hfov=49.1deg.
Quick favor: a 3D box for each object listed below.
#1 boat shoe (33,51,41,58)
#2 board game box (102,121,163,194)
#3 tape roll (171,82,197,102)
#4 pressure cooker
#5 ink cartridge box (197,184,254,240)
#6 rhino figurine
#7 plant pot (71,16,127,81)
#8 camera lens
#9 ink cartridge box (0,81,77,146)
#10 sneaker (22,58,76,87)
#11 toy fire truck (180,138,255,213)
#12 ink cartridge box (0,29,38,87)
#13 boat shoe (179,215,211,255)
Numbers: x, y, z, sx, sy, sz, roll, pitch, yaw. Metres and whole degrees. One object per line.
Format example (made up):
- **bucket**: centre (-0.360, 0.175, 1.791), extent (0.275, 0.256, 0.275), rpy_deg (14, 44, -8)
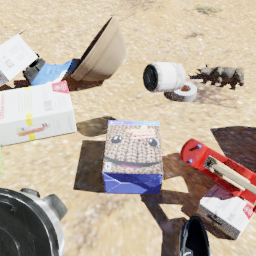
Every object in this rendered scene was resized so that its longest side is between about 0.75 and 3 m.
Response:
- **boat shoe**: centre (-3.884, -3.014, 11.732), extent (0.438, 0.378, 1.200), rpy_deg (-23, 47, -23)
- **board game box**: centre (0.133, 0.725, 7.299), extent (1.435, 0.871, 1.799), rpy_deg (1, 43, 1)
- **tape roll**: centre (1.979, -1.295, 9.931), extent (0.889, 0.294, 0.889), rpy_deg (0, 43, 0)
- **pressure cooker**: centre (-2.131, 2.086, 4.769), extent (2.133, 2.426, 2.167), rpy_deg (4, 74, -10)
- **ink cartridge box**: centre (2.220, 1.880, 6.374), extent (1.031, 0.432, 0.744), rpy_deg (33, 52, 30)
- **rhino figurine**: centre (3.477, -2.046, 10.556), extent (1.843, 0.551, 0.806), rpy_deg (15, 34, 18)
- **plant pot**: centre (-0.884, -2.633, 10.260), extent (1.206, 2.613, 2.613), rpy_deg (34, 40, -18)
- **camera lens**: centre (0.914, -1.311, 7.256), extent (0.952, 0.762, 0.762), rpy_deg (-8, 41, -30)
- **ink cartridge box**: centre (-2.843, -0.496, 8.580), extent (2.234, 0.932, 1.621), rpy_deg (-11, 44, -12)
- **sneaker**: centre (-2.855, -2.194, 10.146), extent (0.827, 1.199, 2.155), rpy_deg (-14, 30, 47)
- **toy fire truck**: centre (2.242, 1.040, 6.156), extent (2.850, 2.010, 0.695), rpy_deg (33, 94, 31)
- **ink cartridge box**: centre (-4.294, -2.093, 9.448), extent (2.350, 0.985, 2.063), rpy_deg (-16, 31, 36)
- **boat shoe**: centre (1.326, 2.648, 5.413), extent (0.730, 0.603, 1.949), rpy_deg (8, 43, 8)
